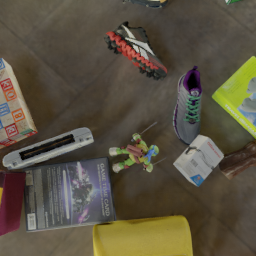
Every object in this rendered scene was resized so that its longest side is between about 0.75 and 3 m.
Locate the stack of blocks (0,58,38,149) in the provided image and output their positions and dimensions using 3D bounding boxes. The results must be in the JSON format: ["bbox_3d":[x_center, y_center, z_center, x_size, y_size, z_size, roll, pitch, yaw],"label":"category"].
[{"bbox_3d":[-3.906,-0.706,8.483,1.381,0.703,2.399,-24,80,-4],"label":"stack of blocks"}]

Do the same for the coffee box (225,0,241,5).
[{"bbox_3d":[3.569,-5.238,9.462,1.186,0.424,1.929,-18,80,-3],"label":"coffee box"}]

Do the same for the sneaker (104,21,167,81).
[{"bbox_3d":[0.408,-2.469,8.743,2.337,0.826,1.142,40,84,8],"label":"sneaker"}]

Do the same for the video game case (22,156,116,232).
[{"bbox_3d":[-1.733,1.915,8.151,2.596,0.246,1.854,-8,80,2],"label":"video game case"}]

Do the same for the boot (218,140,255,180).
[{"bbox_3d":[3.515,1.224,8.236,1.529,0.491,1.425,-26,68,-8],"label":"boot"}]

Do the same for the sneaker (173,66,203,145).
[{"bbox_3d":[1.815,-0.660,8.329,0.847,0.996,2.276,0,79,0],"label":"sneaker"}]

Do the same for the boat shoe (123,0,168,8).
[{"bbox_3d":[0.100,-4.577,9.149,2.794,0.870,1.042,24,87,20],"label":"boat shoe"}]

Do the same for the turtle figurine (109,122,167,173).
[{"bbox_3d":[0.304,0.768,8.274,1.474,1.521,1.094,-15,114,20],"label":"turtle figurine"}]

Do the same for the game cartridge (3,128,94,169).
[{"bbox_3d":[-2.102,0.574,7.816,2.297,1.530,0.477,-20,90,-8],"label":"game cartridge"}]

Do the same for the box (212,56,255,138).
[{"bbox_3d":[4.153,-0.632,8.511,1.670,0.653,2.740,-43,82,-6],"label":"box"}]

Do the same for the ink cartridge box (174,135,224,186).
[{"bbox_3d":[2.054,0.933,8.130,1.196,0.501,0.868,-47,111,-8],"label":"ink cartridge box"}]

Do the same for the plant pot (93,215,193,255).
[{"bbox_3d":[0.436,3.785,6.791,2.744,2.421,2.744,-5,79,0],"label":"plant pot"}]

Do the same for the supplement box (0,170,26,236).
[{"bbox_3d":[-4.521,1.877,7.611,2.985,1.278,1.647,4,81,5],"label":"supplement box"}]
